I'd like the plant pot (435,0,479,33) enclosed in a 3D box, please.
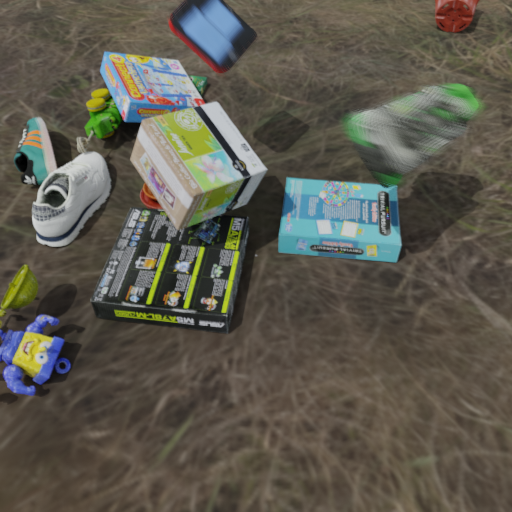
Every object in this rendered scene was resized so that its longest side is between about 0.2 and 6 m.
[{"bbox_3d":[6.665,-8.403,18.685,1.607,1.607,1.563,13,57,11],"label":"plant pot"}]

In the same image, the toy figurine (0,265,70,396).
[{"bbox_3d":[-4.023,1.616,9.947,1.546,1.361,2.580,25,48,-16],"label":"toy figurine"}]

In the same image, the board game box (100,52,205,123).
[{"bbox_3d":[-2.730,-4.416,14.837,2.161,0.617,2.207,-7,53,-35],"label":"board game box"}]

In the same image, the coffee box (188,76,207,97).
[{"bbox_3d":[-2.034,-4.949,16.241,1.114,0.245,0.685,8,52,8],"label":"coffee box"}]

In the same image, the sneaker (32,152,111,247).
[{"bbox_3d":[-4.078,-1.548,12.505,1.109,1.169,2.903,4,46,6],"label":"sneaker"}]

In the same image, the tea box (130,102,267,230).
[{"bbox_3d":[-1.113,-1.730,10.635,1.765,1.199,1.795,-26,74,-35],"label":"tea box"}]

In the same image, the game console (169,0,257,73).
[{"bbox_3d":[-0.875,-4.616,11.384,1.535,0.238,1.357,40,71,-15],"label":"game console"}]

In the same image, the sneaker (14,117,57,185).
[{"bbox_3d":[-5.479,-2.592,13.682,0.922,0.824,2.309,-14,50,-19],"label":"sneaker"}]

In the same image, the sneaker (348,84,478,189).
[{"bbox_3d":[2.754,-2.305,9.656,1.344,1.467,3.444,56,45,-8],"label":"sneaker"}]

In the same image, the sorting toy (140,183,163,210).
[{"bbox_3d":[-1.771,-1.886,12.988,1.295,0.885,2.155,20,50,18],"label":"sorting toy"}]

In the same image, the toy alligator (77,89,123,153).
[{"bbox_3d":[-3.800,-3.470,14.225,0.834,0.912,3.074,-7,39,3],"label":"toy alligator"}]

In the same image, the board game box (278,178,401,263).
[{"bbox_3d":[1.807,-0.812,12.197,2.488,0.584,1.879,5,47,5],"label":"board game box"}]

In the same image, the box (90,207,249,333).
[{"bbox_3d":[-1.611,0.181,11.269,2.625,0.646,2.719,7,47,3],"label":"box"}]
